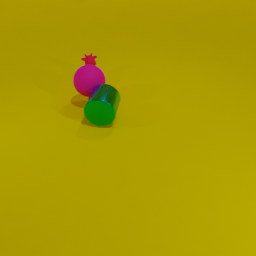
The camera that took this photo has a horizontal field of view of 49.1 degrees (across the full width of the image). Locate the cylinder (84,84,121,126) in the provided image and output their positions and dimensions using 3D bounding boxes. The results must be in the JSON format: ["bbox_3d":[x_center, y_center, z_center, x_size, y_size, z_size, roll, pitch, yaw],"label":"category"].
[{"bbox_3d":[-0.761,-0.699,8.429,0.947,0.947,0.947,4,38,7],"label":"cylinder"}]

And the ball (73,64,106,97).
[{"bbox_3d":[-1.250,-1.529,9.099,1.046,1.046,1.046,0,33,0],"label":"ball"}]

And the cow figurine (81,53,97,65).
[{"bbox_3d":[-1.394,-2.201,10.551,0.621,1.114,1.132,-10,26,-1],"label":"cow figurine"}]
